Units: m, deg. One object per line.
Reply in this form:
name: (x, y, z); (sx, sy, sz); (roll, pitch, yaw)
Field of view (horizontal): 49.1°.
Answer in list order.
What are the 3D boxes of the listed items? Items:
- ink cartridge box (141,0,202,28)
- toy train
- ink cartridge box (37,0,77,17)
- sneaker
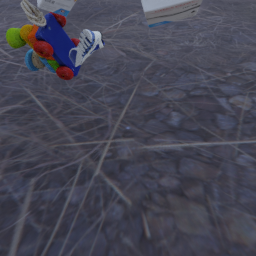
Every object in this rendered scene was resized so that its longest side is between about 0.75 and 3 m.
ink cartridge box: (1.213, -3.843, 8.149); (1.680, 0.967, 2.901); (-12, 8, 10)
toy train: (-2.318, -2.258, 6.733); (1.530, 2.645, 1.120); (5, 67, 25)
ink cartridge box: (-1.388, -2.878, 5.679); (0.646, 0.880, 0.643); (5, 65, -37)
sneaker: (-0.648, -1.364, 4.769); (0.460, 0.796, 0.322); (-24, 80, -41)
